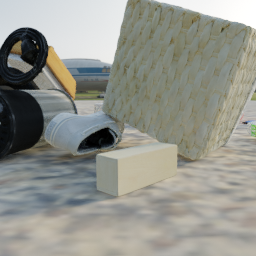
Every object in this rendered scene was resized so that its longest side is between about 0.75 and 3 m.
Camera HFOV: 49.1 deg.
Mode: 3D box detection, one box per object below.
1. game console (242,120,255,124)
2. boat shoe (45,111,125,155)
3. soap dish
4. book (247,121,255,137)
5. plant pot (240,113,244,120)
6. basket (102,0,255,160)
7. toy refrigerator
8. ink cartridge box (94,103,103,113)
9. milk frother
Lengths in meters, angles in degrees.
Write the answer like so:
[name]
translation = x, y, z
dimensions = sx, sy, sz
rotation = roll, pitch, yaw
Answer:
[game console]
translation = 5.034, -0.472, 10.759
dimensions = 0.633, 0.957, 1.088
rotation = 37, 27, 27
[boat shoe]
translation = -0.559, 0.113, 5.567
dimensions = 0.813, 0.855, 2.374
rotation = 32, 9, 21
[soap dish]
translation = -2.100, -1.414, 6.956
dimensions = 1.267, 0.654, 1.610
rotation = 16, -24, 25
[book]
translation = 4.052, 0.177, 6.003
dimensions = 1.754, 0.631, 2.625
rotation = -4, 9, -7
[plant pot]
translation = 3.841, -1.142, 11.963
dimensions = 1.662, 1.879, 1.879
rotation = -7, 1, 39
[basket]
translation = 1.089, -1.022, 5.626
dimensions = 2.488, 2.511, 2.019
rotation = 28, 25, 27
[toy refrigerator]
translation = 0.143, 0.487, 3.645
dimensions = 0.411, 0.446, 1.175
rotation = 6, 10, 43
[ink cartridge box]
translation = -0.697, -0.856, 13.538
dimensions = 1.571, 0.662, 1.148
rotation = 5, 9, 37
[milk frother]
translation = -1.749, -0.616, 5.348
dimensions = 2.154, 1.944, 2.026
rotation = -20, 0, 21
